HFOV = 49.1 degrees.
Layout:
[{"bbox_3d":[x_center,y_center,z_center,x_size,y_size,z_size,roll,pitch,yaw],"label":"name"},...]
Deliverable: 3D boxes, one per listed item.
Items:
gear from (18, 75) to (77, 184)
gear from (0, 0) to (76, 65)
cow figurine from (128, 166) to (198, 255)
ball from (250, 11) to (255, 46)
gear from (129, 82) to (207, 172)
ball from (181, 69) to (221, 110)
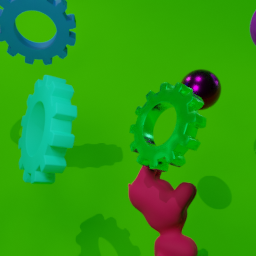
[{"bbox_3d":[-1.409,0.034,4.716,0.328,1.772,1.772,10,50,-35],"label":"gear"},{"bbox_3d":[-2.010,-2.195,6.130,1.711,1.711,0.316,-7,47,-4],"label":"gear"},{"bbox_3d":[0.528,1.471,4.566,1.520,0.835,1.496,31,90,23],"label":"cow figurine"},{"bbox_3d":[3.392,-2.264,6.140,1.325,1.325,1.325,0,57,0],"label":"ball"},{"bbox_3d":[0.535,-0.027,4.160,0.242,1.307,1.307,21,49,-36],"label":"gear"},{"bbox_3d":[1.504,-0.796,5.856,0.857,0.857,0.857,0,57,0],"label":"ball"}]
